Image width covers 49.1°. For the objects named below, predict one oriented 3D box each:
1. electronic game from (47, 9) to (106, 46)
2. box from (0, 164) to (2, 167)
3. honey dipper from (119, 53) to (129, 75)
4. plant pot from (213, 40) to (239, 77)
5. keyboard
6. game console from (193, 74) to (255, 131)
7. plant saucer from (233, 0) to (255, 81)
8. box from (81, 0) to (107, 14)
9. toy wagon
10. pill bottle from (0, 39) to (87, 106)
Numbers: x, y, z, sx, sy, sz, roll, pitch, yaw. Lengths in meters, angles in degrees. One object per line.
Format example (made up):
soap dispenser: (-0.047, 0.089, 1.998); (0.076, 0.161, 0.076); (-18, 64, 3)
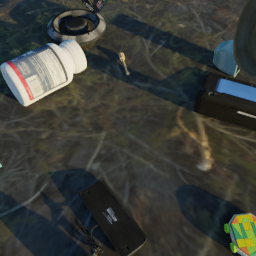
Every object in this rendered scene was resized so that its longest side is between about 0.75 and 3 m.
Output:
electronic game: (-1.944, -3.823, 10.582); (2.215, 0.461, 2.215); (0, 52, 0)
box: (-4.198, 1.104, 6.744); (1.961, 0.482, 0.807); (-34, 59, -23)
honey dipper: (-0.129, -2.158, 9.487); (0.190, 0.190, 1.001); (-10, 56, -8)
plant pot: (3.345, -2.384, 9.269); (0.890, 0.871, 0.874); (26, 56, 28)
keyboard: (-0.549, 2.078, 6.187); (1.183, 0.192, 1.862); (-26, 56, -27)
game console: (3.420, -0.853, 7.579); (2.896, 2.547, 1.686); (19, 83, 15)
plant saucer: (3.456, -2.348, 6.047); (0.423, 2.868, 2.868); (11, 49, -21)
box: (-0.675, -4.571, 7.540); (0.555, 1.823, 2.261); (35, 89, 20)
toy wagon: (2.606, 2.398, 5.903); (0.900, 0.229, 1.160); (-5, 52, -4)
pill bottle: (-2.453, -1.750, 8.427); (2.245, 1.342, 1.342); (-34, 59, -24)
